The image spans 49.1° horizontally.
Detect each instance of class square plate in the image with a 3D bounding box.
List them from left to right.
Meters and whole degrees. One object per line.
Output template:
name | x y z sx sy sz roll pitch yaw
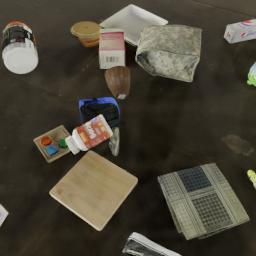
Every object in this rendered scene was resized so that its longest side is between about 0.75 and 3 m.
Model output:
square plate | 0.323 -5.847 15.989 2.848 0.409 2.875 35 62 23

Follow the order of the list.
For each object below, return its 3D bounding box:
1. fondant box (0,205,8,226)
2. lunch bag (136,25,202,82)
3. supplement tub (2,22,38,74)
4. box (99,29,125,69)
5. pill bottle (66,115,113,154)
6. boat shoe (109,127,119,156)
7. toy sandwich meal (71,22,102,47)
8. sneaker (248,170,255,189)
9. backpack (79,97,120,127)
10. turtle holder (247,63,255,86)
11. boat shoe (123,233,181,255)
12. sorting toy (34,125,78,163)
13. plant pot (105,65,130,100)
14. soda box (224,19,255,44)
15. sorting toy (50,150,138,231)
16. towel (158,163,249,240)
fondant box | -5.320 2.924 8.626 2.453 0.714 1.770 15 52 11
lunch bag | 1.893 -3.739 13.504 2.957 1.739 2.425 12 51 4
supplement tub | -5.363 -4.033 13.821 1.591 1.591 2.598 -13 52 -11
box | -0.789 -4.027 14.151 1.259 1.073 1.969 -2 50 -2
pill bottle | -1.446 0.273 10.360 1.602 0.899 0.899 -31 55 -3
boat shoe | -0.556 0.509 10.771 0.437 0.503 1.364 0 46 -1
toy sandwich meal | -2.235 -5.202 15.434 1.898 0.650 1.898 2 46 -2
sneaker | 4.492 1.789 9.838 0.293 0.297 0.777 -12 51 -9
backpack | -1.127 -0.685 11.288 1.520 1.235 1.276 -8 31 -5
turtle holder | 6.142 -2.470 12.818 1.619 1.150 1.230 -36 59 -26
boat shoe | 0.877 3.777 7.839 2.195 0.810 0.750 24 51 19
sorting toy | -2.575 0.421 10.999 1.873 0.251 1.395 -30 56 -23
plant pot | -0.376 -1.924 12.507 1.167 1.167 1.248 -8 65 -7
soda box | 6.544 -5.381 15.479 2.278 0.778 0.723 -15 52 -11
sorting toy | -1.085 2.081 9.317 2.060 0.717 2.047 28 55 21
towel | 2.445 2.387 9.363 2.298 0.412 2.387 -11 49 -13
